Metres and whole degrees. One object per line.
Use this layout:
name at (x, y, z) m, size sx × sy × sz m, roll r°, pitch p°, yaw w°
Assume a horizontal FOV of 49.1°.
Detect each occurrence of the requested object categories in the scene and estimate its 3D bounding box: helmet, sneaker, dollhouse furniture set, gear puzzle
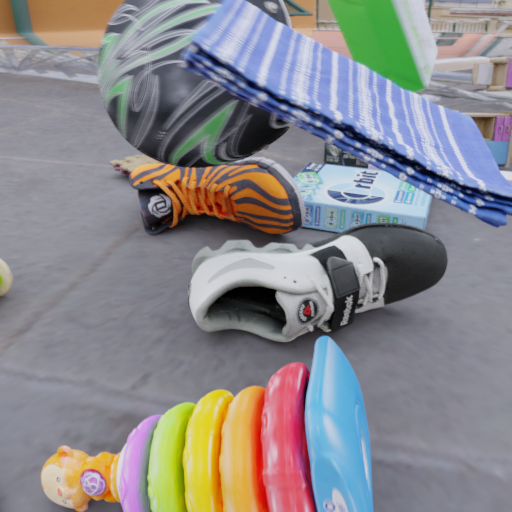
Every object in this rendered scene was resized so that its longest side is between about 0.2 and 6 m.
helmet at (-0.688, -2.195, 6.723) m, size 2.406 × 2.406 × 2.293 m, roll 6°, pitch -3°, yaw 11°
sneaker at (-0.882, -0.884, 9.540) m, size 1.976 × 1.368 × 3.527 m, roll -28°, pitch 32°, yaw -30°
dollhouse furniture set at (5.331, -2.659, 11.140) m, size 1.784 × 2.581 × 2.734 m, roll -6°, pitch 18°, yaw -25°
sneaker at (0.778, 0.467, 6.830) m, size 3.276 × 1.214 × 1.450 m, roll -8°, pitch 27°, yaw 5°
gear puzzle at (-1.832, -1.686, 11.973) m, size 2.602 × 0.341 × 1.348 m, roll 24°, pitch 33°, yaw 34°

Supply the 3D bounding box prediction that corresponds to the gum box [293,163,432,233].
gum box at (1.902, -1.054, 10.376) m, size 2.538 × 0.565 × 2.156 m, roll 10°, pitch 29°, yaw 18°

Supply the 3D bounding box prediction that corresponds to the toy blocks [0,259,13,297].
toy blocks at (-4.223, 0.633, 6.951) m, size 1.570 × 0.684 × 1.884 m, roll 4°, pitch 27°, yaw 9°

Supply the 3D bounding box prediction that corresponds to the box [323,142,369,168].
box at (2.431, -2.575, 13.312) m, size 1.438 × 0.619 × 1.178 m, roll 9°, pitch 29°, yaw 18°

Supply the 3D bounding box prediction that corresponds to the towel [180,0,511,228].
towel at (0.785, -1.250, 4.329) m, size 2.545 × 0.303 × 1.842 m, roll 25°, pitch 34°, yaw -9°

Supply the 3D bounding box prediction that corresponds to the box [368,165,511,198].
box at (3.696, -1.495, 11.252) m, size 2.902 × 0.561 × 0.601 m, roll 9°, pitch 28°, yaw 17°

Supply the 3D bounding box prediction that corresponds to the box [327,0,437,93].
box at (2.481, -4.400, 10.601) m, size 1.131 × 2.338 × 2.063 m, roll -15°, pitch 30°, yaw 32°

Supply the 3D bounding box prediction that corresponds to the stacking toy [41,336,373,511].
stacking toy at (-0.500, 1.674, 4.375) m, size 2.713 × 1.574 × 1.489 m, roll -8°, pitch 15°, yaw 12°
